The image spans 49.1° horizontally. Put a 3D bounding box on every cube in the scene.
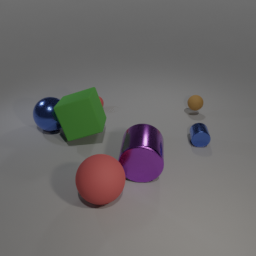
[{"bbox_3d":[-1.745,-0.549,10.587,1.400,1.400,1.400,-16,22,8],"label":"cube"}]

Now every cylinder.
[{"bbox_3d":[2.726,0.264,10.638,0.700,0.700,0.700,2,30,4],"label":"cylinder"},{"bbox_3d":[0.452,0.785,9.057,1.400,1.400,1.400,3,31,5],"label":"cylinder"}]

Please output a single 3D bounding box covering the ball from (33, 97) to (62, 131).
[{"bbox_3d":[-3.121,-0.559,11.342,1.400,1.400,1.400,0,31,0],"label":"ball"}]

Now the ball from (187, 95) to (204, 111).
[{"bbox_3d":[3.018,-1.129,12.531,0.700,0.700,0.700,0,31,0],"label":"ball"}]

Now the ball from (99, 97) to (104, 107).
[{"bbox_3d":[-1.479,-1.149,13.012,0.700,0.700,0.700,0,31,0],"label":"ball"}]

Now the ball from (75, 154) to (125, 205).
[{"bbox_3d":[-0.772,1.434,7.882,1.400,1.400,1.400,0,31,0],"label":"ball"}]
